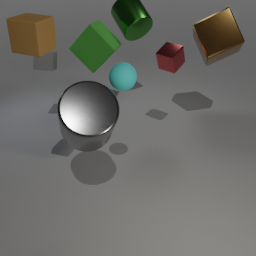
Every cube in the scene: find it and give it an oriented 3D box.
[{"bbox_3d":[-3.098,-2.555,10.526,0.700,0.700,0.700,6,17,-1],"label":"cube"},{"bbox_3d":[1.485,-2.448,9.736,0.700,0.700,0.700,26,63,33],"label":"cube"},{"bbox_3d":[-1.336,-3.445,11.791,1.400,1.400,1.400,44,27,-12],"label":"cube"},{"bbox_3d":[3.397,-3.417,10.704,1.400,1.400,1.400,-23,-5,13],"label":"cube"},{"bbox_3d":[-2.036,-2.005,5.996,0.700,0.700,0.700,12,34,13],"label":"cube"}]

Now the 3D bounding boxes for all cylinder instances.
[{"bbox_3d":[-0.997,-0.242,6.942,1.400,1.400,1.400,3,72,-10],"label":"cylinder"},{"bbox_3d":[0.168,-4.827,12.282,1.400,1.400,1.400,-19,73,-30],"label":"cylinder"}]

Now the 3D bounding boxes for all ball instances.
[{"bbox_3d":[-0.130,-1.282,6.997,0.700,0.700,0.700,0,30,0],"label":"ball"}]
